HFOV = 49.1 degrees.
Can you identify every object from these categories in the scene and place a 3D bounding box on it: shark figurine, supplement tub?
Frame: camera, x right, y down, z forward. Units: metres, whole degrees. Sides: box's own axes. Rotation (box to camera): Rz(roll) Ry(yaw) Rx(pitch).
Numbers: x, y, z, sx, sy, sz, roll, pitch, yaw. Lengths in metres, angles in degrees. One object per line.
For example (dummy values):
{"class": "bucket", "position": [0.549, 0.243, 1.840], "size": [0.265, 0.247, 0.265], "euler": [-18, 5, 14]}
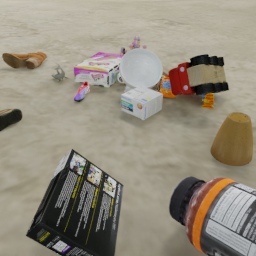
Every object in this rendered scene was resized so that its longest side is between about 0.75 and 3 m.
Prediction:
{"class": "shark figurine", "position": [-2.858, -2.195, 11.775], "size": [0.727, 1.217, 0.508], "euler": [23, 70, -15]}
{"class": "supplement tub", "position": [1.912, 1.661, 4.528], "size": [1.371, 1.371, 2.564], "euler": [-24, 29, -34]}

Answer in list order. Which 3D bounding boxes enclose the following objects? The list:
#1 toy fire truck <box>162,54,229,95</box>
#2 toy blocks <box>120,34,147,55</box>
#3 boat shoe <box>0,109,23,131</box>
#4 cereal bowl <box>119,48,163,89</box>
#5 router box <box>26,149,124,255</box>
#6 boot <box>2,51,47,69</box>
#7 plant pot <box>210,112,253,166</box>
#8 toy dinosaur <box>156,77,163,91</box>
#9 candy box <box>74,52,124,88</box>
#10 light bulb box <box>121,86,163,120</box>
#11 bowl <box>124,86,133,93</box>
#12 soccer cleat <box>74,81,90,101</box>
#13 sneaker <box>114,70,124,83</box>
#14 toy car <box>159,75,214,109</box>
{"class": "toy fire truck", "position": [2.059, -1.928, 10.441], "size": [2.656, 1.709, 2.338], "euler": [-10, 3, 38]}
{"class": "toy blocks", "position": [0.305, -4.470, 15.096], "size": [1.135, 0.956, 1.061], "euler": [19, 37, 28]}
{"class": "boat shoe", "position": [-4.022, -0.235, 8.660], "size": [0.551, 0.564, 1.491], "euler": [15, 26, 32]}
{"class": "cereal bowl", "position": [0.451, -2.124, 10.553], "size": [1.611, 1.611, 0.671], "euler": [2, -14, -7]}
{"class": "router box", "position": [-0.816, 1.419, 5.105], "size": [1.412, 0.483, 1.893], "euler": [38, 26, -16]}
{"class": "boot", "position": [-4.998, -3.464, 13.674], "size": [1.815, 0.696, 1.409], "euler": [9, 34, 9]}
{"class": "plant pot", "position": [2.774, 0.215, 7.282], "size": [1.076, 1.154, 1.076], "euler": [-1, 32, 1]}
{"class": "toy dinosaur", "position": [1.203, -1.981, 11.530], "size": [0.790, 0.500, 1.166], "euler": [-5, 37, -24]}
{"class": "candy box", "position": [-1.073, -2.626, 12.297], "size": [1.632, 0.730, 2.393], "euler": [11, 33, 18]}
{"class": "light bulb box", "position": [0.470, -0.876, 9.527], "size": [1.023, 0.644, 1.032], "euler": [26, 41, 35]}
{"class": "bowl", "position": [0.262, -1.589, 10.972], "size": [0.809, 0.363, 0.809], "euler": [0, 31, 0]}
{"class": "soccer cleat", "position": [-1.758, -1.381, 10.569], "size": [0.392, 0.421, 1.149], "euler": [8, 32, 12]}
{"class": "sneaker", "position": [0.462, -2.310, 11.773], "size": [0.936, 0.784, 2.116], "euler": [24, 45, 37]}
{"class": "toy car", "position": [2.189, -1.470, 10.393], "size": [2.311, 0.769, 1.133], "euler": [15, 35, 24]}
